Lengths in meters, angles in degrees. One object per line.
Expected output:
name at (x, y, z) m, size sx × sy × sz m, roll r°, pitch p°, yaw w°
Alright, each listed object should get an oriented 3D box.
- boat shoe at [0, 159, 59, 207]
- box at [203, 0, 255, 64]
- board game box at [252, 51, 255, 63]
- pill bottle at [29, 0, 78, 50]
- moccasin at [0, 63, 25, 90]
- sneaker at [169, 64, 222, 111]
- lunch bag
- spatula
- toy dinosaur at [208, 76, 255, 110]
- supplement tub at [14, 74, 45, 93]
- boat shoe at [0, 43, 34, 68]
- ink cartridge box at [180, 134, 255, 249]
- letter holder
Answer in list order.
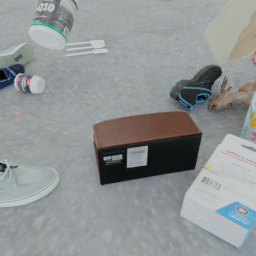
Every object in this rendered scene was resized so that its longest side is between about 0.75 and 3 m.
boat shoe at (-3.014, 1.262, 6.554) m, size 2.660 × 0.947 × 0.928 m, roll -9°, pitch 41°, yaw -11°
box at (2.967, -2.626, 6.338) m, size 1.208 × 2.545 × 0.989 m, roll -18°, pitch 77°, yaw -21°
board game box at (6.838, -2.456, 11.079) m, size 2.257 × 0.690 × 2.980 m, roll -11°, pitch 42°, yaw -13°
pill bottle at (-2.305, -3.737, 9.046) m, size 1.196 × 1.196 × 2.116 m, roll 10°, pitch 75°, yaw 12°
moccasin at (-4.572, -1.908, 10.408) m, size 0.757 × 0.642 × 1.882 m, roll 30°, pitch 51°, yaw 9°
sneaker at (2.591, -1.407, 9.902) m, size 2.478 × 0.907 × 1.015 m, roll -33°, pitch 68°, yaw -26°
lunch bag at (4.293, -0.398, 7.503) m, size 1.893 × 2.233 × 1.419 m, roll 29°, pitch 48°, yaw 28°
spatula at (-1.972, -3.714, 13.011) m, size 1.948 × 0.156 × 1.355 m, roll -11°, pitch 47°, yaw -11°
toy dinosaur at (4.140, -1.209, 9.440) m, size 2.699 × 1.158 × 1.829 m, roll -4°, pitch 5°, yaw -28°
supplement tub at (-3.555, -1.603, 10.138) m, size 0.902 × 0.633 × 0.633 m, roll 10°, pitch 42°, yaw 12°
boat shoe at (-4.887, -2.698, 11.416) m, size 0.861 × 0.843 × 2.417 m, roll 1°, pitch 38°, yaw 36°
ink cartridge box at (2.459, 1.319, 6.571) m, size 1.415 × 0.834 × 2.459 m, roll 25°, pitch 47°, yaw 27°
letter holder at (0.363, 0.238, 7.517) m, size 2.555 × 1.285 × 1.816 m, roll -8°, pitch 40°, yaw -9°
